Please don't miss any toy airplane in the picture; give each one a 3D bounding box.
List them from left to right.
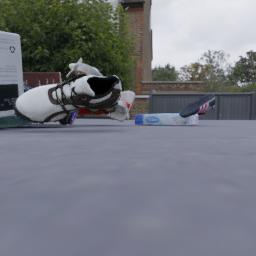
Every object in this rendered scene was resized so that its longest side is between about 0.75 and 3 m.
[{"bbox_3d":[-1.185,-1.222,9.979,2.943,2.086,2.956,16,-23,-36],"label":"toy airplane"}]

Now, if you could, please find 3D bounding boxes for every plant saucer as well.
[{"bbox_3d":[-3.906,-0.373,8.288,2.847,0.390,2.847,3,11,-1],"label":"plant saucer"}]

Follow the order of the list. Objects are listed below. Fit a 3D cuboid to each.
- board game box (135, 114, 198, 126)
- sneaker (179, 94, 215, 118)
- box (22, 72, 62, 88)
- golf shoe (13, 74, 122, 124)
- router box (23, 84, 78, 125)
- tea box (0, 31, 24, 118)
[{"bbox_3d":[1.558,-0.342,10.893,1.990,0.434,2.000,2,4,24],"label":"board game box"},{"bbox_3d":[2.351,-0.586,9.328,1.427,0.585,0.501,-27,33,-14],"label":"sneaker"},{"bbox_3d":[-3.851,-1.268,11.441,2.315,1.901,1.921,-2,7,-12],"label":"box"},{"bbox_3d":[-1.126,-0.683,5.394,2.112,0.821,0.998,-12,-20,-21],"label":"golf shoe"},{"bbox_3d":[-2.480,-0.747,8.141,1.406,0.467,1.789,19,9,-41],"label":"router box"},{"bbox_3d":[-4.208,-1.097,5.803,2.762,1.876,2.808,4,11,26],"label":"tea box"}]
